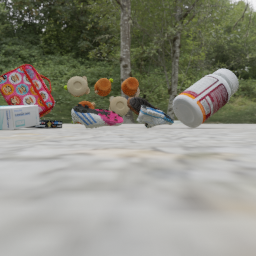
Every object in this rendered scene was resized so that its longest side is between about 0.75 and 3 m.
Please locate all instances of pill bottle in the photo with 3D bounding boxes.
[{"bbox_3d":[2.037,-0.808,7.247,1.691,0.927,0.927,-35,17,-24],"label":"pill bottle"}]

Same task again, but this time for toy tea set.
[{"bbox_3d":[-0.763,-0.901,8.974,2.446,1.455,0.905,-6,-10,-14],"label":"toy tea set"}]

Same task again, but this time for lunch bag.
[{"bbox_3d":[-3.440,-1.218,9.805,1.634,1.855,0.760,-32,1,-16],"label":"lunch bag"}]

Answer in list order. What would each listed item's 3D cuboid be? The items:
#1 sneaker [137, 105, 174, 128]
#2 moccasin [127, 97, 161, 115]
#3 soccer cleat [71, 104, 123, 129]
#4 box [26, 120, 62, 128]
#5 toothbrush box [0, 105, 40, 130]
[{"bbox_3d":[0.621,-0.186,6.573,1.078,0.467,0.404,16,21,-37],"label":"sneaker"},{"bbox_3d":[0.396,-0.545,7.797,0.520,0.493,1.347,2,-5,38],"label":"moccasin"},{"bbox_3d":[-0.680,-0.177,6.150,1.151,0.497,0.402,15,31,4],"label":"soccer cleat"},{"bbox_3d":[-2.027,-0.093,6.606,0.665,0.193,0.837,1,0,11],"label":"box"},{"bbox_3d":[-2.403,-0.220,5.577,1.008,0.430,0.738,-1,8,22],"label":"toothbrush box"}]
